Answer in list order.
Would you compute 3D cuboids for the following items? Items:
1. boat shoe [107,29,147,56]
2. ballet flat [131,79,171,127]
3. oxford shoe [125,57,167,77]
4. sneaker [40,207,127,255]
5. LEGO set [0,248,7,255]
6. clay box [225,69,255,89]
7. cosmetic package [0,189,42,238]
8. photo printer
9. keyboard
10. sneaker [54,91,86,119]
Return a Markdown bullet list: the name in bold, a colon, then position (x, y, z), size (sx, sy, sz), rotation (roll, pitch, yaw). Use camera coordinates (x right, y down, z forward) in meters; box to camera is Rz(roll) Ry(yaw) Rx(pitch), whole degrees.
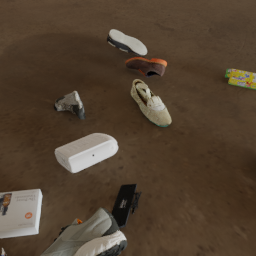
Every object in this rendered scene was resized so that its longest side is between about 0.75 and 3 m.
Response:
- **boat shoe**: position (-0.067, -4.278, 14.470), size (2.166, 0.653, 0.800), rotation (21, 60, -17)
- **ballet flat**: position (0.807, -1.058, 10.946), size (0.877, 0.811, 2.601), rotation (-20, 45, -22)
- **oxford shoe**: position (0.724, -2.775, 12.928), size (2.086, 0.742, 0.757), rotation (10, 82, 33)
- **sneaker**: position (-1.299, 2.671, 6.037), size (2.639, 0.975, 1.046), rotation (-31, 58, 6)
- **LEGO set**: position (-2.952, 3.303, 6.421), size (1.022, 0.251, 0.764), rotation (24, 43, 25)
- **clay box**: position (5.158, -2.219, 12.606), size (1.527, 0.363, 0.877), rotation (15, 43, 16)
- **cosmetic package**: position (-3.161, 2.284, 7.457), size (1.571, 0.406, 1.184), rotation (-5, 44, -6)
- **photo printer**: position (-1.248, 0.689, 8.706), size (1.722, 0.598, 1.433), rotation (-24, 19, -27)
- **keyboard**: position (-0.022, 2.178, 7.772), size (0.733, 0.279, 1.409), rotation (-9, 38, 26)
- **sneaker**: position (-2.285, -0.752, 10.795), size (1.071, 0.695, 1.854), rotation (-16, 33, -11)
